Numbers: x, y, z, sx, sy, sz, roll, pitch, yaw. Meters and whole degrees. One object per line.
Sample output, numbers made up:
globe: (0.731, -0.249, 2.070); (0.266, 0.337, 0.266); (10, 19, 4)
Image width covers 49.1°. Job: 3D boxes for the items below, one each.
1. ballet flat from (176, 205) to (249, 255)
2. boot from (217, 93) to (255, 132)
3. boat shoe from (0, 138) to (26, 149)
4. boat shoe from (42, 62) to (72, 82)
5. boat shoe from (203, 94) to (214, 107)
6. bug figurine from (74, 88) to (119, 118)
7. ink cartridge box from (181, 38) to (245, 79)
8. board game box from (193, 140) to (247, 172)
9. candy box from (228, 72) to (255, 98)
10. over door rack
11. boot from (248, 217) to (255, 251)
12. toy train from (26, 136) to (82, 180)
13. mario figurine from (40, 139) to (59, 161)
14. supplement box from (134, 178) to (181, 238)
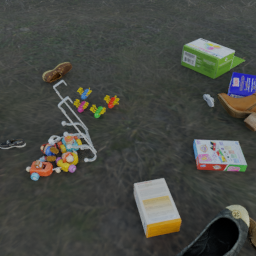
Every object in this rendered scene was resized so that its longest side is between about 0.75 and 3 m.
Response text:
ballet flat: (2.049, 2.769, 6.633); (2.850, 0.809, 0.947); (-33, 46, -30)
boot: (4.714, -1.077, 10.797); (1.666, 0.823, 2.146); (-44, 52, 2)
boat shoe: (-4.085, 0.530, 9.852); (0.899, 0.271, 0.332); (-3, 40, -3)
boat shoe: (-3.315, -2.635, 13.500); (0.552, 0.588, 1.633); (36, 56, 27)
boat shoe: (3.519, -1.188, 11.940); (0.297, 0.302, 0.851); (-10, 34, -7)
bug figurine: (-1.364, -1.042, 11.610); (1.859, 0.478, 1.441); (19, 49, 16)
ink cartridge box: (4.518, -3.856, 14.523); (2.899, 1.098, 2.142); (-30, 48, -30)
board game box: (3.032, 0.896, 9.376); (1.524, 0.307, 1.166); (2, 40, 3)
candy box: (5.361, -1.483, 11.869); (2.107, 0.812, 1.782); (15, 43, 16)
over door rack: (-1.836, -0.174, 8.998); (0.773, 2.320, 1.714); (-25, 33, -6)
boot: (3.223, 2.719, 7.148); (0.410, 0.400, 1.086); (-22, 46, -9)
toy train: (-2.381, 0.804, 9.281); (1.563, 0.579, 2.080); (6, 40, 6)
mario figurine: (-2.639, 0.740, 9.120); (0.709, 0.609, 1.149); (-37, 19, -16)
supplement box: (0.760, 2.149, 7.676); (0.917, 0.535, 1.455); (-8, 40, -9)
